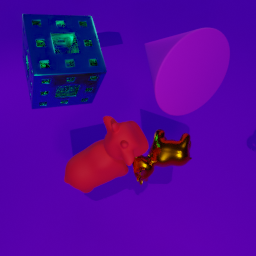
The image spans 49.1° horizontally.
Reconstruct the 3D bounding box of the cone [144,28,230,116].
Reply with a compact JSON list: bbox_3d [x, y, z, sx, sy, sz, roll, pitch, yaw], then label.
[{"bbox_3d":[0.753,-1.339,5.386,1.616,1.616,1.622,-21,43,-21],"label":"cone"}]

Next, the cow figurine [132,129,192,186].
[{"bbox_3d":[0.602,0.563,5.056,1.063,0.583,1.046,8,66,20],"label":"cow figurine"}]

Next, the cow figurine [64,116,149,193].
[{"bbox_3d":[-0.424,0.501,4.715,1.577,1.552,0.866,-28,74,-2],"label":"cow figurine"}]

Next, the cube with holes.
[{"bbox_3d":[-1.051,-1.014,4.399,1.012,1.012,1.012,-8,71,-23],"label":"cube with holes"}]
